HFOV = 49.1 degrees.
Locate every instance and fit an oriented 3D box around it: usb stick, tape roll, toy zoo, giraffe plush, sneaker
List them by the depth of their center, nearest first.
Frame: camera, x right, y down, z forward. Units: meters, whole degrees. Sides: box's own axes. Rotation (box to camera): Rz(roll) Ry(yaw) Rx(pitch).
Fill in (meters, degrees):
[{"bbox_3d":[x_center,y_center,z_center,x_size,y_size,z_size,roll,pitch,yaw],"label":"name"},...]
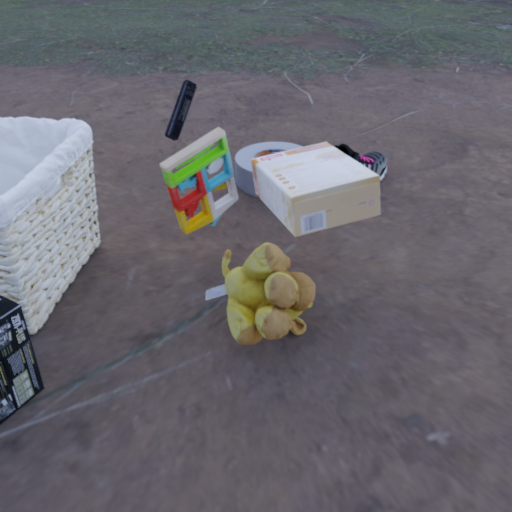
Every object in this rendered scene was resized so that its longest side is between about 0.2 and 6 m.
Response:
[{"bbox_3d":[0.281,0.613,8.246,1.355,1.442,1.672,12,-5,-40],"label":"giraffe plush"},{"bbox_3d":[-1.173,-2.254,8.704,0.260,0.937,0.153,14,10,-47],"label":"usb stick"},{"bbox_3d":[-0.908,-1.160,9.696,1.234,1.881,0.192,-36,55,-20],"label":"toy zoo"},{"bbox_3d":[2.151,-2.052,12.504,2.305,1.008,0.850,-24,41,-32],"label":"sneaker"},{"bbox_3d":[0.435,-1.971,12.749,1.844,0.609,1.844,0,33,0],"label":"tape roll"}]

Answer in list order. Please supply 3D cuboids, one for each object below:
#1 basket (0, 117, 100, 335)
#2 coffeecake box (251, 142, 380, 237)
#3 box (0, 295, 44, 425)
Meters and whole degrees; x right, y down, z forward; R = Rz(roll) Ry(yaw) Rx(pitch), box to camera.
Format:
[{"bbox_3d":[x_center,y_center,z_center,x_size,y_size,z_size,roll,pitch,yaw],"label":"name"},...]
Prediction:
[{"bbox_3d":[-4.430,-0.640,9.086,3.062,2.462,3.034,4,34,8],"label":"basket"},{"bbox_3d":[0.901,-1.136,9.020,1.440,0.685,1.876,-15,31,-12],"label":"coffeecake box"},{"bbox_3d":[-3.431,1.387,6.940,0.634,1.472,1.206,18,38,25],"label":"box"}]
